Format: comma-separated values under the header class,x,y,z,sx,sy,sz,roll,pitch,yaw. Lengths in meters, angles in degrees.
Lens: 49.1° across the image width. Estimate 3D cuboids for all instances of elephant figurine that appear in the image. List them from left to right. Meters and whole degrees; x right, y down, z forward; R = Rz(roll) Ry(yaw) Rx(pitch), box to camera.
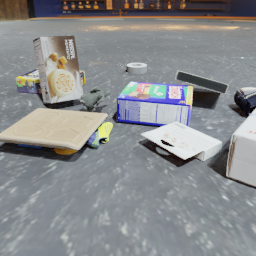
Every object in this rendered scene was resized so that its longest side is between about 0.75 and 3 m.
class,x,y,z,sx,sy,sz,roll,pitch,yaw
elephant figurine,-1.030,-1.043,9.180,0.981,0.694,0.761,-31,37,4

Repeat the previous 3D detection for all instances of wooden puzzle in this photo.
class,x,y,z,sx,sy,sz,roll,pitch,yaw
wooden puzzle,-1.972,0.083,7.664,2.293,0.573,2.475,6,21,14

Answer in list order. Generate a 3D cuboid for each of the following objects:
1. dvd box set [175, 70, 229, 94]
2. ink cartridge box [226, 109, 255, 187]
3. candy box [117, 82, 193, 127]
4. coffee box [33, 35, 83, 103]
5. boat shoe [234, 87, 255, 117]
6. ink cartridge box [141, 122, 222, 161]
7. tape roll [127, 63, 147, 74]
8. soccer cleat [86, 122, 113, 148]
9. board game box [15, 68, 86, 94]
class,x,y,z,sx,sy,sz,roll,pitch,yaw
dvd box set,2.736,-1.697,10.423,1.772,0.356,2.422,19,13,11
ink cartridge box,3.633,0.395,6.317,1.928,1.129,2.668,18,30,33
candy box,0.938,-0.818,9.119,2.242,0.864,1.896,7,26,11
coffee box,-2.417,-2.036,9.797,1.243,2.174,0.867,-13,13,-32
boat shoe,4.985,-0.830,9.256,2.605,0.973,1.208,-6,32,5
ink cartridge box,1.346,0.392,7.241,1.387,0.348,1.598,-19,32,-33
tape roll,0.445,-3.067,14.366,1.042,0.344,1.042,1,25,0
soccer cleat,-0.685,0.212,7.661,0.501,0.387,1.198,27,32,14
board game box,-3.191,-1.978,11.806,2.241,0.635,1.853,8,29,15
